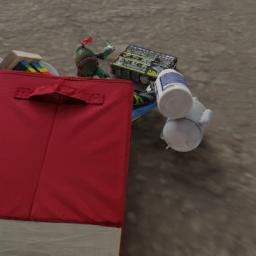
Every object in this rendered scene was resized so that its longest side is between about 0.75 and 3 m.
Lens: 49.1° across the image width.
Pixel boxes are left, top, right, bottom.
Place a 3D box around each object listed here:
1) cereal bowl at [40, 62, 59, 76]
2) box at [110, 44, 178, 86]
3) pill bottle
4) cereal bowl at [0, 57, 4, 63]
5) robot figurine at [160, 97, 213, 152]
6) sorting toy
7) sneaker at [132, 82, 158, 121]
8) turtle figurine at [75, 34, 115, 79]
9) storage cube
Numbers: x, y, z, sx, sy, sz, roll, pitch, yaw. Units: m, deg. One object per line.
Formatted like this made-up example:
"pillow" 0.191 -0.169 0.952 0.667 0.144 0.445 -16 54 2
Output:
"cereal bowl" -2.561 -0.922 7.578 1.737 0.723 1.737 -1 71 4
"box" 0.578 -2.209 9.894 1.939 0.429 1.554 20 49 17
"pill bottle" 1.131 -0.952 7.219 0.841 0.841 1.515 0 33 0
"cereal bowl" -3.894 -0.726 7.348 2.842 1.183 2.842 37 31 -27
"robot figurine" 1.520 -0.077 7.410 1.479 0.985 1.744 -24 26 41
"sorting toy" -2.523 -0.788 6.122 0.607 1.735 1.745 42 8 -10
"sneaker" 0.007 -0.796 7.712 2.849 1.010 1.180 -29 91 -38
"turtle figurine" -1.127 -1.881 8.728 1.082 1.609 2.150 1 61 -55
"storage cube" -1.217 0.835 5.186 2.468 2.887 2.595 5 53 -1
